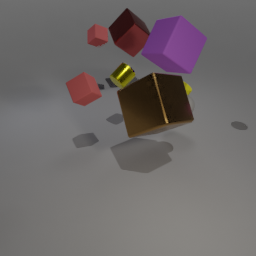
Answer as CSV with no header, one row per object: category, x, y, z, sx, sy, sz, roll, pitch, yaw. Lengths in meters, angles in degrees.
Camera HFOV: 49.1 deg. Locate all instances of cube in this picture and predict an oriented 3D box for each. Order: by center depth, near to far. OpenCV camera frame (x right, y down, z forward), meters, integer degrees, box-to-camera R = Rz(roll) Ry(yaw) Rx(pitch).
cube,0.774,-0.616,7.897,1.400,1.400,1.400,-20,-9,41
cube,-1.344,-1.173,8.579,0.700,0.700,0.700,-27,-13,15
cube,1.592,-2.868,9.824,1.400,1.400,1.400,25,-1,-32
cube,-1.411,-4.260,12.975,0.700,0.700,0.700,7,-16,-38
cube,0.110,-4.678,13.826,1.400,1.400,1.400,22,38,-43

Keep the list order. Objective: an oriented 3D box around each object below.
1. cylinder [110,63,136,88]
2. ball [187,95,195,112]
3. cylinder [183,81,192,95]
cylinder,-0.199,-1.919,10.331,0.700,0.700,0.700,-48,46,-9
ball,1.671,-0.686,8.520,0.700,0.700,0.700,0,30,0
cylinder,2.027,-1.411,11.002,0.700,0.700,0.700,24,33,-17
